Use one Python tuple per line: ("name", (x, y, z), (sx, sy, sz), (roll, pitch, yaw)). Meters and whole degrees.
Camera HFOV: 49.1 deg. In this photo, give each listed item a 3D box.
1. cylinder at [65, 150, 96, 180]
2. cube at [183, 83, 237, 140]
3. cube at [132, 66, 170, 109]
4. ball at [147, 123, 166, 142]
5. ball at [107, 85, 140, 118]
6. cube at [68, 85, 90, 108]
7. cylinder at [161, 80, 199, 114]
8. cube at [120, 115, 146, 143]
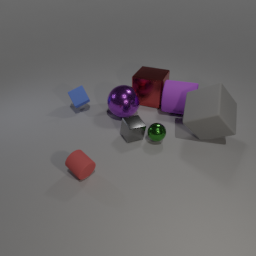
("cylinder", (-1.507, 1.159, 8.890), (0.700, 0.700, 0.700), (38, 47, 24))
("cube", (3.016, -0.555, 10.247), (1.400, 1.400, 1.400), (-14, 51, 40))
("cube", (1.065, -1.933, 13.157), (1.400, 1.400, 1.400), (12, 35, 18))
("ball", (1.069, 0.153, 10.406), (0.700, 0.700, 0.700), (0, 33, 0))
("ball", (-0.187, -1.130, 11.937), (1.400, 1.400, 1.400), (0, 33, 0))
("cube", (-2.149, -1.368, 12.344), (0.700, 0.700, 0.700), (-28, 1, -5))
("cylinder", (2.265, -1.322, 12.212), (1.400, 1.400, 1.400), (9, 34, 14))
("cube", (0.185, 0.028, 10.681), (0.700, 0.700, 0.700), (-11, 45, -24))
